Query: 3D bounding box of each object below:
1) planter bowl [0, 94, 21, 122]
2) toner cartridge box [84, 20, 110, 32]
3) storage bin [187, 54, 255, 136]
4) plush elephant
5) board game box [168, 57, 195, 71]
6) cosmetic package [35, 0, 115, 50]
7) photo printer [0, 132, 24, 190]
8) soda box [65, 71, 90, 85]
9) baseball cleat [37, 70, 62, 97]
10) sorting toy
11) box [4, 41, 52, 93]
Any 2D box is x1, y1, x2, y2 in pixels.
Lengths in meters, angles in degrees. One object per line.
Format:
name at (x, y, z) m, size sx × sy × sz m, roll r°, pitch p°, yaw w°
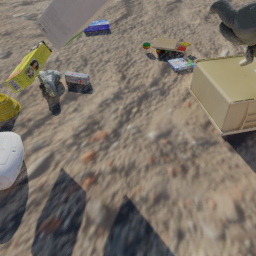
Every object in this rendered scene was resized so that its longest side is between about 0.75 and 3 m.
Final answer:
planter bowl at (-4.597, -0.846, 10.045) m, size 1.331 × 0.554 × 1.331 m, roll 1°, pitch 42°, yaw 0°
toner cartridge box at (-1.829, -5.760, 15.734) m, size 1.467 × 0.317 × 0.697 m, roll -11°, pitch 43°, yaw -12°
storage bin at (4.079, -1.356, 10.050) m, size 2.832 × 1.337 × 2.852 m, roll -9°, pitch 42°, yaw -11°
plush elephant at (3.878, -2.953, 8.467) m, size 1.917 × 1.802 × 2.328 m, roll -25°, pitch 63°, yaw 21°
board game box at (2.387, -2.877, 12.602) m, size 0.982 × 0.180 × 0.743 m, roll -14°, pitch 44°, yaw -14°
cosmetic package at (-1.363, -3.600, 8.120) m, size 2.638 × 1.119 × 1.419 m, roll -25°, pitch 23°, yaw 41°
photo printer at (-4.099, 0.939, 7.866) m, size 2.205 × 0.766 × 1.835 m, roll -6°, pitch 42°, yaw -6°
soda box at (-2.095, -2.063, 11.569) m, size 0.992 × 0.338 × 0.315 m, roll 10°, pitch 43°, yaw 11°
baseball cleat at (-2.996, -1.893, 11.166) m, size 0.955 × 0.626 × 1.795 m, roll -22°, pitch 47°, yaw -23°
sorting toy at (1.893, -3.981, 13.694) m, size 2.205 × 0.373 × 1.063 m, roll 11°, pitch 43°, yaw 13°
box at (-3.047, -1.931, 8.722) m, size 0.735 × 0.489 × 1.952 m, roll -20°, pitch 38°, yaw 28°
